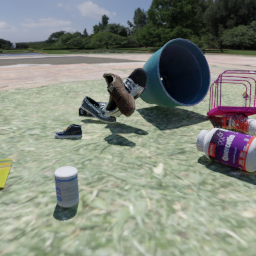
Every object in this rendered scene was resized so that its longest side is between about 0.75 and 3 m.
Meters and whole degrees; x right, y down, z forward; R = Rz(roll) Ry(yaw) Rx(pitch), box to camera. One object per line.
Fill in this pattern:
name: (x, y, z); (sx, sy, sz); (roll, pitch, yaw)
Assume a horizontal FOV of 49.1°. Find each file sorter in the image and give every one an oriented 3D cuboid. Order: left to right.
file sorter: (4.377, -1.357, 11.515); (1.771, 1.598, 2.549); (3, -2, 7)

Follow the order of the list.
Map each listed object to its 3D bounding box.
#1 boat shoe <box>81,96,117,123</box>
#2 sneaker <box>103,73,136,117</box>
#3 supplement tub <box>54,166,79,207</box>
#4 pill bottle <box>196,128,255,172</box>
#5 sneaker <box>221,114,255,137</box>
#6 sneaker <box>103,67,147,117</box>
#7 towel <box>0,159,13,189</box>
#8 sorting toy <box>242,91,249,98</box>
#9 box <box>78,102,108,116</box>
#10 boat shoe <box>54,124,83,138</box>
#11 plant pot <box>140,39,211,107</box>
boat shoe: (-1.226, -0.787, 12.004); (1.786, 0.552, 0.650); (29, 28, 16)
sneaker: (-0.421, -1.234, 10.233); (0.778, 0.726, 2.061); (17, 36, -41)
supplement tub: (-1.361, 1.302, 6.252); (0.516, 0.782, 0.516); (0, 18, 0)
pill bottle: (2.896, 0.570, 8.068); (1.732, 0.974, 0.974); (16, 25, 39)
sneaker: (4.176, -0.103, 10.553); (1.053, 0.656, 1.964); (-1, 16, 1)
sneaker: (-0.142, -1.393, 11.224); (0.878, 2.370, 1.049); (43, 22, 25)
towel: (-3.550, 1.214, 7.494); (0.683, 0.143, 1.588); (-5, 20, -13)
sorting toy: (6.951, -1.892, 16.390); (0.341, 0.343, 0.990); (28, 22, 7)
box: (-1.533, -0.926, 13.409); (1.195, 0.325, 1.491); (5, 20, 14)
boat shoe: (-2.182, 0.095, 10.231); (1.024, 0.465, 0.362); (-2, 19, -6)
plant pot: (1.828, -2.297, 13.379); (2.991, 2.991, 2.811); (-12, 1, -30)
